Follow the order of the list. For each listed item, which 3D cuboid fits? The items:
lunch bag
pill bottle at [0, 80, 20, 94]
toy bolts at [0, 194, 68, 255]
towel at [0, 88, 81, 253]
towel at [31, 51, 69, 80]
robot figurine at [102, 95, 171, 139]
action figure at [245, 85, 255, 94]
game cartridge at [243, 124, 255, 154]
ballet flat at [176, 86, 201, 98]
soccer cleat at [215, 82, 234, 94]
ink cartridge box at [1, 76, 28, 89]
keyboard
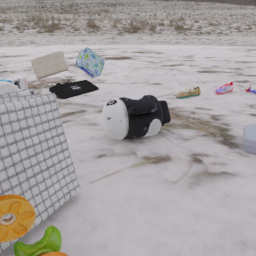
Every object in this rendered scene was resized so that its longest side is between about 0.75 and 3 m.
[{"bbox_3d":[-1.048,-1.794,7.762,0.317,0.618,0.769,-3,-25,44],"label":"lunch bag"},{"bbox_3d":[-4.683,-0.925,9.104,2.577,1.457,1.457,15,25,35],"label":"pill bottle"},{"bbox_3d":[-1.349,1.559,2.970,1.340,1.280,0.929,-26,34,-16],"label":"toy bolts"},{"bbox_3d":[-1.991,0.551,4.268,1.049,2.031,2.452,-7,13,29],"label":"towel"},{"bbox_3d":[-2.419,-1.946,8.679,1.048,0.694,0.181,-19,-12,-8],"label":"towel"},{"bbox_3d":[0.212,-0.335,7.855,1.912,1.437,1.193,-8,41,-20],"label":"robot figurine"},{"bbox_3d":[5.855,-1.834,13.174,0.261,0.396,0.801,-11,20,-29],"label":"action figure"},{"bbox_3d":[4.095,0.391,7.081,2.216,0.448,1.477,8,18,20],"label":"game cartridge"},{"bbox_3d":[2.671,-1.621,12.450,1.380,0.450,0.486,-13,18,-33],"label":"ballet flat"},{"bbox_3d":[4.512,-1.875,13.116,1.249,0.477,0.416,-14,24,-35],"label":"soccer cleat"},{"bbox_3d":[-4.943,-1.723,12.145,0.502,0.862,1.192,9,22,23],"label":"ink cartridge box"},{"bbox_3d":[-2.606,-1.786,13.235,1.283,0.489,2.465,37,34,22],"label":"keyboard"}]
